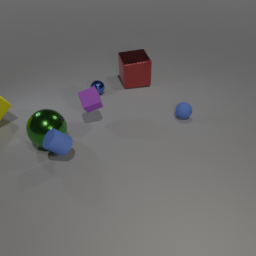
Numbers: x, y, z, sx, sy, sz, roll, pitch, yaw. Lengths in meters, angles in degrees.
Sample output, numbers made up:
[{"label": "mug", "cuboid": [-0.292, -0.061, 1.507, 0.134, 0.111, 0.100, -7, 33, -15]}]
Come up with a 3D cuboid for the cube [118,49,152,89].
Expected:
[{"label": "cube", "cuboid": [0.339, -3.060, 14.469, 1.400, 1.400, 1.400, -11, 44, -9]}]

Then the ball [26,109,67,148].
[{"label": "ball", "cuboid": [-2.884, 0.017, 9.980, 1.400, 1.400, 1.400, 0, 33, 0]}]

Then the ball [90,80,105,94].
[{"label": "ball", "cuboid": [-1.493, -1.983, 13.705, 0.700, 0.700, 0.700, 0, 33, 0]}]

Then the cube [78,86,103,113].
[{"label": "cube", "cuboid": [-1.461, -1.107, 11.005, 0.700, 0.700, 0.700, -21, 78, 1]}]

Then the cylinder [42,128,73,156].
[{"label": "cylinder", "cuboid": [-2.287, 0.463, 9.101, 0.700, 0.700, 0.700, 31, 15, -36]}]

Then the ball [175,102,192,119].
[{"label": "ball", "cuboid": [2.351, -0.745, 11.796, 0.700, 0.700, 0.700, 0, 33, 0]}]

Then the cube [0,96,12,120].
[{"label": "cube", "cuboid": [-5.706, -0.912, 10.704, 1.400, 1.400, 1.400, 33, 82, 22]}]
